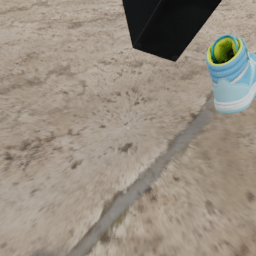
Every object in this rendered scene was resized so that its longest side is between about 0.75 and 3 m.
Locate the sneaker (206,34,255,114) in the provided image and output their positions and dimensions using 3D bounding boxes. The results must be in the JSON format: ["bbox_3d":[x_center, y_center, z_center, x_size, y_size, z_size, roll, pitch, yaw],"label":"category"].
[{"bbox_3d":[1.981,-1.218,4.999,0.741,1.216,1.862,-1,35,36],"label":"sneaker"}]

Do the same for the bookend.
[{"bbox_3d":[0.937,-3.193,5.888,1.129,2.435,2.450,10,49,-25],"label":"bookend"}]
